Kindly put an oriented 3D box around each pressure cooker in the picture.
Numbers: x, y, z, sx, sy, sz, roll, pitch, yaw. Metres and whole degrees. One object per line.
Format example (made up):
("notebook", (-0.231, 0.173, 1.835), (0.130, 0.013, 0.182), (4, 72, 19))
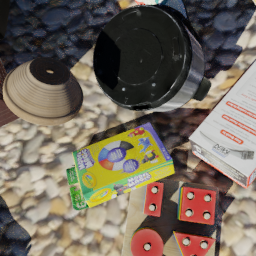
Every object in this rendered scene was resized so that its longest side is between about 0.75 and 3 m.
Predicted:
("pressure cooker", (0.607, -1.433, 6.436), (2.193, 2.455, 2.159), (-18, 84, 25))

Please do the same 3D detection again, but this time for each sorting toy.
("sorting toy", (1.012, 2.233, 6.377), (2.098, 0.730, 2.086), (8, 77, 2))

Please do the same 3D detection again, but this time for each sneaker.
("sneaker", (0.895, -3.448, 7.792), (1.218, 0.917, 2.606), (-19, 81, 17))

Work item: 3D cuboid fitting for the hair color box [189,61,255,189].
("hair color box", (2.963, -0.197, 6.626), (2.818, 0.901, 1.563), (-46, 56, -11))

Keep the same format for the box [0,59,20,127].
("box", (-4.006, -1.029, 6.289), (2.019, 2.434, 1.999), (-25, 78, -5))

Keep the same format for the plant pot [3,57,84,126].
("plant pot", (-1.360, -0.747, 4.721), (1.344, 0.620, 1.344), (15, 48, -17))

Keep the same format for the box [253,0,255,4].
("box", (2.914, -3.838, 5.578), (1.092, 1.563, 2.053), (-41, 97, -31))

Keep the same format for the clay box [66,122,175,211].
("clay box", (-0.303, 0.851, 6.479), (2.378, 0.566, 1.366), (-21, 42, -6))

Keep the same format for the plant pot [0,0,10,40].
("plant pot", (-4.461, -3.441, 6.795), (2.697, 2.691, 2.393), (-14, 81, -5))
